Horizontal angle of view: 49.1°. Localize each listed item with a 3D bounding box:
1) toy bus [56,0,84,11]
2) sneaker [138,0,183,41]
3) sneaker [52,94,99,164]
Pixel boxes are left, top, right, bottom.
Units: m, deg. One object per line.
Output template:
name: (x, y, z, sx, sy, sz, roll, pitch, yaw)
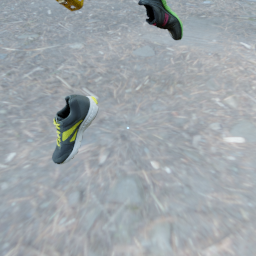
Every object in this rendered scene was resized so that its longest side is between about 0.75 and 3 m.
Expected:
toy bus: (-1.716, -3.630, 7.534, 1.186, 1.119, 0.613, 5, 85, -13)
sneaker: (0.876, -3.000, 7.652, 0.726, 1.733, 0.665, -50, 32, 1)
sneaker: (-0.743, -0.003, 3.372, 0.409, 0.966, 0.360, 18, 17, -38)
